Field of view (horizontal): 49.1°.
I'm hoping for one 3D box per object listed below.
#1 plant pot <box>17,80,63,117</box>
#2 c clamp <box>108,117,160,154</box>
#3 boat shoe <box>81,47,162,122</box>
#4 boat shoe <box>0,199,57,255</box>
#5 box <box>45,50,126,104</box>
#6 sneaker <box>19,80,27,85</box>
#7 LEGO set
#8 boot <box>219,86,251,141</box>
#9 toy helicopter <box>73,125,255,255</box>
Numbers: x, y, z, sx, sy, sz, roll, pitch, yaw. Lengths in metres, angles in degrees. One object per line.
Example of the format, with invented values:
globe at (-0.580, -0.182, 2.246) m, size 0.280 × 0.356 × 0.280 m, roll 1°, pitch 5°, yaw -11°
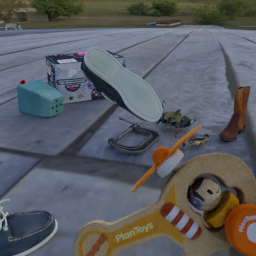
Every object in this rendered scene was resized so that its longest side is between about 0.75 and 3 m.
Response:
plant pot at (-3.019, -0.955, 9.897) m, size 1.403 × 0.992 × 0.991 m, roll 22°, pitch 31°, yaw 26°
c clamp at (0.069, 0.246, 8.076) m, size 1.570 × 0.249 × 1.838 m, roll 15°, pitch 26°, yaw 20°
boat shoe at (-0.163, -0.978, 6.895) m, size 0.889 × 2.350 × 0.709 m, roll -47°, pitch 6°, yaw -28°
boat shoe at (-2.203, 1.627, 4.379) m, size 2.115 × 0.654 × 0.792 m, roll -7°, pitch 25°, yaw -16°
box at (-1.744, -2.161, 11.683) m, size 2.874 × 1.649 × 1.899 m, roll -12°, pitch 28°, yaw -23°
sneaker at (-4.703, -1.974, 12.702) m, size 0.422 × 0.465 × 1.095 m, roll -6°, pitch 25°, yaw -13°
LEGO set at (1.498, -0.045, 8.479) m, size 1.466 × 0.640 × 2.257 m, roll -2°, pitch 37°, yaw 1°
boot at (3.113, -0.421, 8.020) m, size 1.350 × 1.434 × 0.491 m, roll -19°, pitch 30°, yaw -36°
toy helicopter at (0.535, 1.190, 4.211) m, size 2.899 × 1.917 × 1.143 m, roll -21°, pitch -3°, yaw -5°
